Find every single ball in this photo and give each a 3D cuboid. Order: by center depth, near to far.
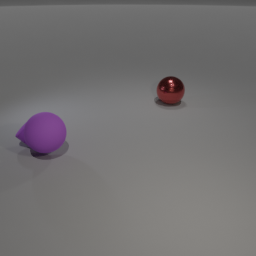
[{"bbox_3d":[-2.812,0.154,9.548,1.400,1.400,1.400,0,27,0],"label":"ball"},{"bbox_3d":[2.118,-1.868,13.928,1.400,1.400,1.400,0,27,0],"label":"ball"}]

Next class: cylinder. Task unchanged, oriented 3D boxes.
[{"bbox_3d":[-3.625,0.242,10.285,0.700,0.700,0.700,-39,24,21],"label":"cylinder"}]
